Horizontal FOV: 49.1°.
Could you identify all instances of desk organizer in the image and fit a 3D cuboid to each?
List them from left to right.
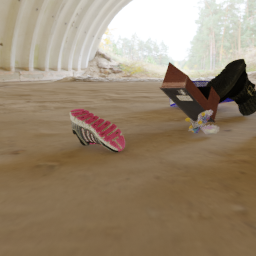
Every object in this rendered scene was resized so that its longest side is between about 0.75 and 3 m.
[{"bbox_3d":[1.775,-0.945,7.686,0.748,0.803,2.085,6,-19,40],"label":"desk organizer"}]

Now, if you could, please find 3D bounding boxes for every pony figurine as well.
[{"bbox_3d":[1.804,-0.125,6.896,0.750,0.647,0.777,-20,-22,13],"label":"pony figurine"}]

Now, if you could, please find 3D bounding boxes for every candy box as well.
[{"bbox_3d":[3.226,-1.451,12.090,2.288,0.881,1.935,-1,-3,-17],"label":"candy box"}]

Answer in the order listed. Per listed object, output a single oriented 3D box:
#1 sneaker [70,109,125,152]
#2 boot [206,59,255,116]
[{"bbox_3d":[-0.660,0.152,5.835,1.429,0.625,0.527,31,41,22],"label":"sneaker"},{"bbox_3d":[3.726,-1.085,9.748,2.454,1.835,0.923,-42,26,-28],"label":"boot"}]
